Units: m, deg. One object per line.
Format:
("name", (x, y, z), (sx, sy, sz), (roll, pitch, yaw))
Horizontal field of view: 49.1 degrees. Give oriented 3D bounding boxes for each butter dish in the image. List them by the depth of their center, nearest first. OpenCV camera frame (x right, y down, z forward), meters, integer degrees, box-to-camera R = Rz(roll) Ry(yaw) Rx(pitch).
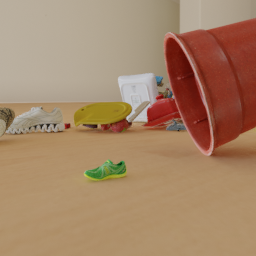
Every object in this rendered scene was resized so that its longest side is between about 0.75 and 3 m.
("butter dish", (1.431, -0.760, 11.212), (1.630, 1.205, 1.625), (-23, -11, 32))

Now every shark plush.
("shark plush", (1.924, 0.047, 10.465), (0.938, 0.426, 0.391), (21, 42, 29))

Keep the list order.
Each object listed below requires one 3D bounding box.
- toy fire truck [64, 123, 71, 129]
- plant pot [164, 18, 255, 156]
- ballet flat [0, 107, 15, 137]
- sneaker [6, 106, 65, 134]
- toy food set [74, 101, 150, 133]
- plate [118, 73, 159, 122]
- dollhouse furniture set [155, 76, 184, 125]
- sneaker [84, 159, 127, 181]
("toy fire truck", (-2.654, -0.070, 11.197), (0.550, 0.190, 0.780), (1, 7, 5))
("plant pot", (2.586, -1.164, 6.274), (2.768, 2.846, 2.846), (-19, 7, 1))
("ballet flat", (-4.187, 0.128, 7.410), (1.083, 0.976, 2.878), (33, 30, 33))
("sneaker", (-3.468, -0.287, 10.003), (2.329, 0.944, 0.875), (-4, 9, -20))
("toy food set", (-0.661, -0.255, 10.549), (2.841, 0.928, 1.671), (1, 31, 24))
("plate", (0.464, -1.286, 12.760), (2.265, 2.270, 0.367), (5, 24, 45))
("dollhouse furniture set", (1.607, -1.560, 12.231), (2.770, 1.952, 1.941), (11, 46, 25))
("sneaker", (-0.376, 0.674, 4.609), (0.755, 0.316, 0.280), (-5, 9, -29))
